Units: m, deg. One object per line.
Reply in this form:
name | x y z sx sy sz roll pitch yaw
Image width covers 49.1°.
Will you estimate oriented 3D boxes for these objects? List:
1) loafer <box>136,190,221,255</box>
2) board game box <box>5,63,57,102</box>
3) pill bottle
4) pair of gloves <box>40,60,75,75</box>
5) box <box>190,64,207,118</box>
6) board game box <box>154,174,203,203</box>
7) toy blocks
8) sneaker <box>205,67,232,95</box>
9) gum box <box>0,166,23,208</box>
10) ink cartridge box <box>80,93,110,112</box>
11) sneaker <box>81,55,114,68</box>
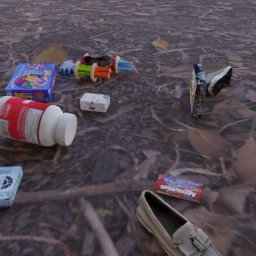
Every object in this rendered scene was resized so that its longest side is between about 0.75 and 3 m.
loafer | 1.100 2.372 6.533 0.872 0.763 2.426 -27 42 -34
board game box | -4.446 -2.203 13.213 1.830 0.609 2.722 0 37 -5
pill bottle | -3.163 -0.181 9.641 2.564 1.439 1.439 12 35 6
pair of gloves | -3.939 -3.310 15.477 2.359 0.269 1.897 -8 33 -13
box | 2.931 -1.627 11.852 0.408 1.479 2.166 5 34 7
board game box | 1.456 1.724 8.080 1.303 0.127 0.671 11 36 15
toy blocks | -1.187 -3.093 14.520 2.601 0.945 2.168 7 34 11
sneaker | 4.321 -2.418 13.582 0.988 0.921 2.493 22 40 36
gum box | -3.775 1.678 7.975 1.180 0.309 1.389 -2 34 -3
ink cartridge box | -1.398 -1.093 11.966 1.083 0.465 0.793 6 34 11
sneaker | -1.566 -3.429 14.326 1.695 0.683 0.633 -5 -6 11
